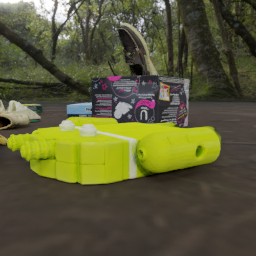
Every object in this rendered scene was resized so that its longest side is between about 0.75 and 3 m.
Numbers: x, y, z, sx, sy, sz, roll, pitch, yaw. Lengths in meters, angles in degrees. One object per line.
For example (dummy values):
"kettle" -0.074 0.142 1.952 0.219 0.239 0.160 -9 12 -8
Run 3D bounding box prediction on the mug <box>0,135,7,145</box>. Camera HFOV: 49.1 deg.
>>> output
"mug" -2.505 0.024 4.727 0.686 0.669 0.836 17 22 42

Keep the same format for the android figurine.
"android figurine" -0.110 0.183 3.703 2.675 0.549 2.435 -2 7 -32

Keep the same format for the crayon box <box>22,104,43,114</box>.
"crayon box" -5.081 -0.951 14.044 1.163 0.465 1.831 -4 8 -31

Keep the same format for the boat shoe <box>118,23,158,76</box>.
"boat shoe" 0.313 -2.700 10.745 0.854 2.634 0.964 -47 33 -20

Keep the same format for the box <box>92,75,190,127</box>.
"box" 0.315 -0.716 7.918 2.396 1.375 1.583 7 8 40

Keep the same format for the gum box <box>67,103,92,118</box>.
"gum box" -1.225 -0.796 12.213 2.134 0.560 2.512 1 6 7

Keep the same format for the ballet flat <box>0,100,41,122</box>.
"ballet flat" -3.872 -0.524 8.917 0.817 0.817 2.353 6 8 42

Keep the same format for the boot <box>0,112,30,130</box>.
"boot" -3.415 -0.193 7.546 1.197 0.436 0.931 5 7 10
